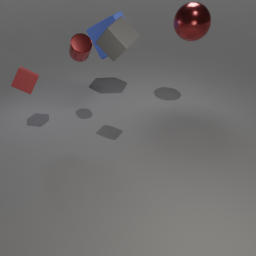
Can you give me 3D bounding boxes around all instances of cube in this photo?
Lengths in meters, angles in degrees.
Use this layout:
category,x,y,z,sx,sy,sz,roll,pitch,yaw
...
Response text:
category,x,y,z,sx,sy,sz,roll,pitch,yaw
cube,-0.271,-2.318,7.312,0.700,0.700,0.700,-30,19,52
cube,-0.732,-4.104,12.377,1.400,1.400,1.400,-20,22,23
cube,-3.646,-1.700,9.966,0.700,0.700,0.700,24,8,-21

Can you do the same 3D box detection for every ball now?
category,x,y,z,sx,sy,sz,roll,pitch,yaw
ball,2.440,-4.031,10.660,1.400,1.400,1.400,0,33,0

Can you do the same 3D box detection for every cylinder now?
category,x,y,z,sx,sy,sz,roll,pitch,yaw
cylinder,-1.589,-2.671,9.345,0.700,0.700,0.700,-12,-8,-18
